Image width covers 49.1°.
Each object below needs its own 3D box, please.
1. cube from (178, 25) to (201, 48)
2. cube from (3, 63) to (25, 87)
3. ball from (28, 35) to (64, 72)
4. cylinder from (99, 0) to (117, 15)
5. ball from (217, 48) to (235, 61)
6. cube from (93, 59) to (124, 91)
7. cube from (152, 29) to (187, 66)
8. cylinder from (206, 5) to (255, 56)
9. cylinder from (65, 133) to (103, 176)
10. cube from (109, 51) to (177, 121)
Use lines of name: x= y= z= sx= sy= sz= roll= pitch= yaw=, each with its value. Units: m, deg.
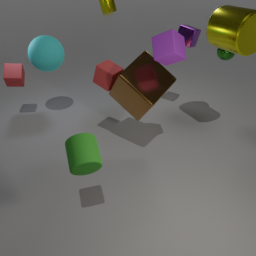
cube: x=2.416 y=-3.712 z=11.302 sx=0.700 sy=0.700 sz=0.700 roll=29 pitch=31 yaw=22
cube: x=-4.671 y=-2.167 z=11.521 sx=0.700 sy=0.700 sz=0.700 roll=-1 pitch=70 yaw=-12
ball: x=-3.258 y=-2.967 z=11.186 sx=1.400 sy=1.400 sz=1.400 roll=0 pitch=31 yaw=0
cylinder: x=-0.946 y=-5.778 z=13.165 sx=0.700 sy=0.700 sz=0.700 roll=-12 pitch=34 yaw=8
ball: x=3.801 y=-2.972 z=10.839 sx=0.700 sy=0.700 sz=0.700 roll=0 pitch=31 yaw=0
cube: x=-0.685 y=-1.814 z=9.632 sx=0.700 sy=0.700 sz=0.700 roll=33 pitch=43 yaw=14
cube: x=1.176 y=-2.280 z=8.005 sx=0.700 sy=0.700 sz=0.700 roll=-11 pitch=-11 yaw=37
cylinder: x=3.586 y=-3.234 z=9.263 sx=1.400 sy=1.400 sz=1.400 roll=-15 pitch=34 yaw=-24
cylinder: x=-0.965 y=0.574 z=6.070 sx=0.700 sy=0.700 sz=0.700 roll=-9 pitch=61 yaw=-15
cube: x=0.450 y=-1.362 z=9.263 sx=1.400 sy=1.400 sz=1.400 roll=43 pitch=65 yaw=0
